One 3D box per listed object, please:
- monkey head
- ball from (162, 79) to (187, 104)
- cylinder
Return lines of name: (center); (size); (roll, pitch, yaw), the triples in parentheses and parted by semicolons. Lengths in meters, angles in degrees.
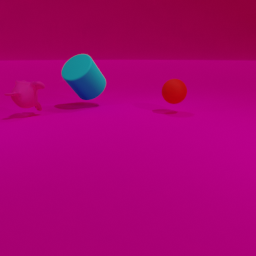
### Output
monkey head: (-3.365, -1.138, 9.512); (1.095, 0.917, 1.522); (-3, -19, 30)
ball: (1.687, -1.331, 10.208); (0.920, 0.920, 0.920); (0, 15, 0)
cylinder: (-1.747, -2.015, 11.210); (1.336, 1.336, 1.336); (8, -26, 29)
